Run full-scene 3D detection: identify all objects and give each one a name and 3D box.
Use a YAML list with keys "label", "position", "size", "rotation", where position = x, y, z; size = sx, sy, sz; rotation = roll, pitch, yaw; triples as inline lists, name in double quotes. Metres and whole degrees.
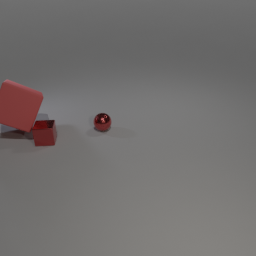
- label: "cube"
  position: [-4.034, -0.830, 10.259]
  size: [1.400, 1.400, 1.400]
  rotation: [20, 6, -22]
- label: "cube"
  position: [-2.994, 0.176, 10.112]
  size: [0.700, 0.700, 0.700]
  rotation: [-3, 29, -5]
- label: "ball"
  position: [-0.986, -0.237, 10.833]
  size: [0.700, 0.700, 0.700]
  rotation: [0, 30, 0]
